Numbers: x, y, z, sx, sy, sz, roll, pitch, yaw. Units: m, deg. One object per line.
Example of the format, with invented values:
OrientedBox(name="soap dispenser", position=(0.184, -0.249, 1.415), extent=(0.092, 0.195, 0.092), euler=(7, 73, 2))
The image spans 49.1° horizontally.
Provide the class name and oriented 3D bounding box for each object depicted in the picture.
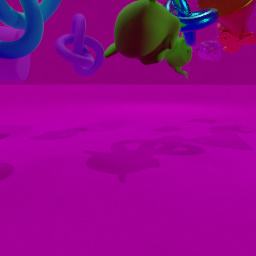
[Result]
OrientedBox(name="knot shape", position=(-1.357, -2.409, 8.017), extent=(0.815, 1.650, 1.763), euler=(-10, -3, 21))
OrientedBox(name="monkey head", position=(3.087, -3.011, 10.392), extent=(1.443, 1.038, 0.869), euler=(-12, 40, -36))
OrientedBox(name="cylinder", position=(-3.398, -1.903, 7.206), extent=(1.373, 1.373, 1.373), euler=(2, 10, -3))
OrientedBox(name="monkey head", position=(0.351, -2.083, 5.721), extent=(1.196, 1.428, 1.985), euler=(27, -44, -19))
OrientedBox(name="teapot", position=(1.603, -2.300, 8.661), extent=(0.774, 1.582, 0.983), euler=(0, 3, 41))
OrientedBox(name="knot shape", position=(-1.853, -2.207, 4.762), extent=(0.864, 1.870, 1.750), euler=(16, 31, 37))
OrientedBox(name="monkey head", position=(3.486, -3.015, 8.806), extent=(1.252, 1.049, 1.741), euler=(6, -22, 47))
OrientedBox(name="cone", position=(2.973, -3.103, 7.760), extent=(1.607, 1.607, 1.613), euler=(7, -24, 37))
OrientedBox(name="knot shape", position=(1.314, -2.776, 7.057), extent=(2.010, 0.929, 1.881), euler=(35, 14, 23))
